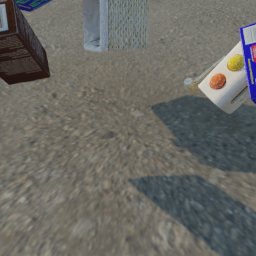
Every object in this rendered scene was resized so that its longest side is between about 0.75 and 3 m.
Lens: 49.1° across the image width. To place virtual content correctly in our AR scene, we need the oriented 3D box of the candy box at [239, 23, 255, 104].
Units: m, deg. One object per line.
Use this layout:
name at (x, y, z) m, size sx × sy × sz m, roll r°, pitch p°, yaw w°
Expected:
candy box at (2.316, -1.025, 4.761) m, size 0.534 × 1.172 × 1.386 m, roll -9°, pitch -4°, yaw 28°

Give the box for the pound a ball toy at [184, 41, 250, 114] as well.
pound a ball toy at (2.362, -1.423, 6.592) m, size 0.937 × 2.205 × 1.438 m, roll 21°, pitch 30°, yaw -45°

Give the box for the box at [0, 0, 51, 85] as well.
box at (-2.558, -1.748, 6.129) m, size 1.100 × 2.197 × 0.823 m, roll -11°, pitch 77°, yaw -3°

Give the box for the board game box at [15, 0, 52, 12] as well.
board game box at (-2.212, -4.526, 8.364) m, size 2.947 × 0.663 × 2.241 m, roll -25°, pitch 16°, yaw 10°

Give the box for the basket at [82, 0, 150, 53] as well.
basket at (-0.429, -3.464, 8.792) m, size 1.644 × 2.044 × 2.026 m, roll -8°, pitch 20°, yaw -21°
